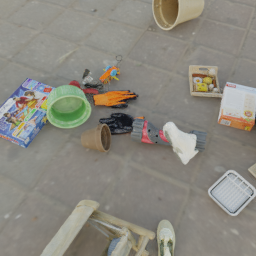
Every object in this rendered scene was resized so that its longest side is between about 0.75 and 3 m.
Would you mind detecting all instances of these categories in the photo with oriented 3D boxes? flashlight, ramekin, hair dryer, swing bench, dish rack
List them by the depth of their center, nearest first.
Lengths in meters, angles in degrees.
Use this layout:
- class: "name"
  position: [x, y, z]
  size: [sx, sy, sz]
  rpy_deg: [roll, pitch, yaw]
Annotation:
- class: "swing bench"
  position: [-1.051, 3.509, 7.315]
  size: [2.592, 1.682, 2.578]
  rpy_deg: [24, 51, 16]
- class: "dish rack"
  position: [3.417, 2.158, 9.269]
  size: [1.344, 0.293, 1.154]
  rpy_deg: [-35, 63, -22]
- class: "flashlight"
  position: [1.475, 0.245, 10.169]
  size: [2.661, 0.901, 0.904]
  rpy_deg: [8, 84, 10]
- class: "ramekin"
  position: [-2.276, -0.833, 10.603]
  size: [1.630, 1.630, 0.796]
  rpy_deg: [-14, 48, -10]
- class: "hair dryer"
  position: [-1.805, -1.563, 11.556]
  size: [1.437, 0.512, 1.887]
  rpy_deg: [35, 79, 19]

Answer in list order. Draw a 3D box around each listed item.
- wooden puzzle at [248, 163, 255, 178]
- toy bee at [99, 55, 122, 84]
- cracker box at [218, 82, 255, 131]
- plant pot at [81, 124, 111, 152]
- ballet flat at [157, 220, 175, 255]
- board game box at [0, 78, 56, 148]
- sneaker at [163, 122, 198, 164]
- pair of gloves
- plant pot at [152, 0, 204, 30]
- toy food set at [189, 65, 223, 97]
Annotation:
- class: "wooden puzzle"
  position: [5.173, 1.561, 9.693]
  size: [1.493, 0.278, 1.381]
  rpy_deg: [-29, 59, -19]
- class: "toy bee"
  position: [-0.616, -2.421, 12.332]
  size: [1.345, 0.731, 0.881]
  rpy_deg: [-31, 67, 8]
- class: "cracker box"
  position: [4.417, -0.890, 11.243]
  size: [1.272, 0.548, 1.899]
  rpy_deg: [16, 57, 11]
- class: "plant pot"
  position: [-1.197, 0.387, 10.172]
  size: [0.893, 1.025, 1.025]
  rpy_deg: [-4, 53, 18]
- class: "ballet flat"
  position: [1.132, 3.452, 8.213]
  size: [0.565, 0.565, 1.625]
  rpy_deg: [2, 55, 2]
- class: "board game box"
  position: [-4.030, -0.694, 11.145]
  size: [1.872, 0.476, 2.765]
  rpy_deg: [21, 58, 14]
- class: "sneaker"
  position: [1.761, 0.347, 9.109]
  size: [0.870, 1.751, 0.682]
  rpy_deg: [-35, 36, -3]
- class: "pair of gloves"
  position: [-0.370, -0.671, 11.276]
  size: [1.919, 0.266, 2.154]
  rpy_deg: [-8, 58, -7]
- class: "plant pot"
  position: [2.671, -6.240, 14.251]
  size: [1.986, 2.170, 2.170]
  rpy_deg: [-18, 56, -26]
- class: "toy food set"
  position: [3.314, -2.031, 12.001]
  size: [1.263, 0.532, 1.761]
  rpy_deg: [3, 51, 3]
